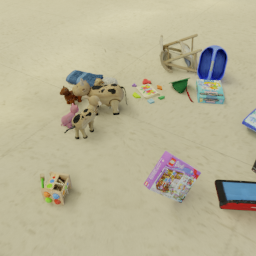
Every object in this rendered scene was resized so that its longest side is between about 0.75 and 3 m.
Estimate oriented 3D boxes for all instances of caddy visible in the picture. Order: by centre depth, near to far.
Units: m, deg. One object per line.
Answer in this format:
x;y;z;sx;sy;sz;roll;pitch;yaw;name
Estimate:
3.801;-2.857;12.622;1.215;1.718;0.902;12;25;15;caddy

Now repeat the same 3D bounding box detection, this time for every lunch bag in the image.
4.941;-0.135;9.952;1.456;0.928;1.238;-22;45;-37;lunch bag

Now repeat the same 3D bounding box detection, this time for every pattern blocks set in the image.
0.858;-1.633;12.294;1.456;0.134;1.656;-29;49;-29;pattern blocks set

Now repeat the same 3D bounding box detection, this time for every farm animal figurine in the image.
-1.354;-1.101;10.646;2.780;1.466;2.811;-14;43;-16;farm animal figurine

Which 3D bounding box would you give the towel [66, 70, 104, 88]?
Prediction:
-1.968;-2.244;12.804;1.620;0.393;0.904;16;44;18;towel

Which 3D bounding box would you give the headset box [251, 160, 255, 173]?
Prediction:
4.266;1.100;8.454;0.373;0.994;0.739;-22;46;-24;headset box

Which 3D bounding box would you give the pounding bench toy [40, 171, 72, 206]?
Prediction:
-2.219;1.731;8.026;0.966;0.600;0.753;8;42;9;pounding bench toy

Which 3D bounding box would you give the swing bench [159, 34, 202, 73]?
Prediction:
2.528;-3.690;13.879;1.963;1.274;1.953;0;41;7;swing bench

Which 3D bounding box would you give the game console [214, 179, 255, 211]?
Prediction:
3.373;1.784;7.744;1.611;1.389;0.956;2;67;3;game console

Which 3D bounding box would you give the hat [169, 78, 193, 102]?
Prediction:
2.362;-1.585;12.251;0.982;1.044;1.186;-12;7;22;hat

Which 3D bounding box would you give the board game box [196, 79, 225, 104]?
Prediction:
3.521;-1.590;12.095;1.058;0.329;1.401;4;41;5;board game box

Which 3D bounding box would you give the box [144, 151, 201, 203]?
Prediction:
1.229;1.348;7.515;1.051;1.536;0.300;-57;41;2;box
